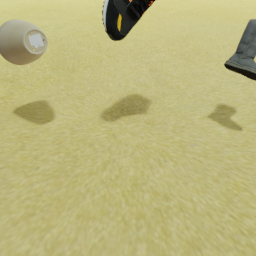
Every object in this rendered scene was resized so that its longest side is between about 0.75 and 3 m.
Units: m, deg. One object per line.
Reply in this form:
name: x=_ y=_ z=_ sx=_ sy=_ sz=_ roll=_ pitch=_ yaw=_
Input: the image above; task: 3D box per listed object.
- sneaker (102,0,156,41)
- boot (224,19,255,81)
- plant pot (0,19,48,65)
sneaker: x=0.325 y=-3.035 z=6.138 sx=1.100 sy=0.855 sz=2.445 roll=21 pitch=84 yaw=38
boot: x=3.105 y=-1.883 z=6.722 sx=1.204 sy=0.481 sz=1.324 roll=37 pitch=90 yaw=32
plant pot: x=-2.443 y=-2.081 z=6.769 sx=1.133 sy=1.133 sz=1.210 roll=-24 pitch=26 yaw=-32
